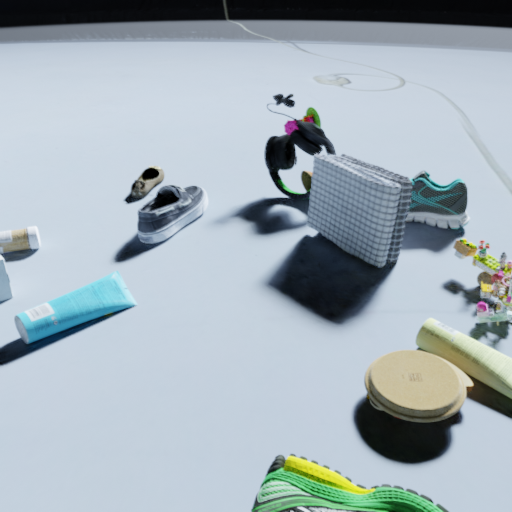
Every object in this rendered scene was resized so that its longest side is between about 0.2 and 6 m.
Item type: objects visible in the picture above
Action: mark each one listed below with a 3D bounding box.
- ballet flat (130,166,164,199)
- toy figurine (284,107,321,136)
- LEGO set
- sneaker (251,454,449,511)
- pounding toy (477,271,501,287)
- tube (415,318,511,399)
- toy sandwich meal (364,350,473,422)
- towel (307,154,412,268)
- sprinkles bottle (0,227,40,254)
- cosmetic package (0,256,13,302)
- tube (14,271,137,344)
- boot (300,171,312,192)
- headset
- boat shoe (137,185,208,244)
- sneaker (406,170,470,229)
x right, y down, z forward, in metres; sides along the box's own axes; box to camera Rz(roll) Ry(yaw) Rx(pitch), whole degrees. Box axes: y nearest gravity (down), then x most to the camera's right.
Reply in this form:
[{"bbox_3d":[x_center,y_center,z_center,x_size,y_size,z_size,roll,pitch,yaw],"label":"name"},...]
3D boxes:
[{"bbox_3d":[-2.851,-2.038,14.691,0.621,0.427,1.844,5,30,9],"label":"ballet flat"},{"bbox_3d":[1.390,-4.347,18.631,1.096,0.894,1.191,-22,13,-18],"label":"toy figurine"},{"bbox_3d":[4.172,0.195,9.858,0.982,0.794,2.134,-6,40,9],"label":"LEGO set"},{"bbox_3d":[1.055,2.894,5.584,2.429,0.948,1.035,6,36,29],"label":"sneaker"},{"bbox_3d":[4.897,0.345,10.199,1.420,0.659,1.096,23,37,35],"label":"pounding toy"},{"bbox_3d":[3.317,1.581,8.251,1.965,0.570,0.510,28,-5,36],"label":"tube"},{"bbox_3d":[2.203,1.846,7.747,1.488,0.510,1.488,-3,31,2],"label":"toy sandwich meal"},{"bbox_3d":[2.086,-1.004,11.441,0.935,1.808,2.184,-19,36,-33],"label":"towel"},{"bbox_3d":[-5.183,-0.279,11.510,1.367,0.466,0.466,-10,31,-18],"label":"sprinkles bottle"},{"bbox_3d":[-5.111,0.527,9.707,1.497,0.845,0.607,-22,36,-36],"label":"cosmetic package"},{"bbox_3d":[-3.015,0.861,9.443,1.945,0.490,0.753,-23,76,-36],"label":"tube"},{"bbox_3d":[1.958,-1.843,14.107,1.168,0.577,1.505,-26,43,-29],"label":"boot"},{"bbox_3d":[1.039,-2.746,13.948,1.705,2.761,1.297,-24,-6,28],"label":"headset"},{"bbox_3d":[-1.890,-1.205,12.707,0.917,0.867,2.557,9,31,24],"label":"boat shoe"},{"bbox_3d":[3.549,-1.385,12.722,2.580,1.177,1.001,7,23,13],"label":"sneaker"}]
